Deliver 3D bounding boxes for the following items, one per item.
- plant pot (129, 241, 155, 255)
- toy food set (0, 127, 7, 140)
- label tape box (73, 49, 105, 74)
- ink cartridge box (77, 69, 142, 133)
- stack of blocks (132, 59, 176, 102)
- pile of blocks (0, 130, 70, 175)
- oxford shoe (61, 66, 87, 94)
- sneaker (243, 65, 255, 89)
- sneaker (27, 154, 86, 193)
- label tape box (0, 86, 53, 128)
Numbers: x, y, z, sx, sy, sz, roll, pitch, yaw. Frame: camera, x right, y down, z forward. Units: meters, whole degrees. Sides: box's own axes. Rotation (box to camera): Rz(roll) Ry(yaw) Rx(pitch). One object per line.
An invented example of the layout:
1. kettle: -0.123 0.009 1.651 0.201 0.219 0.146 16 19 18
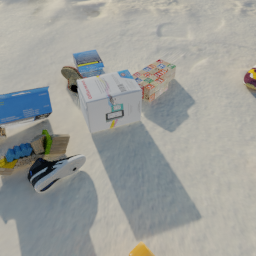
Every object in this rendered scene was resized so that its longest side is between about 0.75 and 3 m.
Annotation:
1. plant pot: 0.280 3.454 5.827 1.392 1.520 1.520 -40 54 -14
2. toy food set: -5.143 -0.077 10.066 1.250 0.526 1.741 -16 46 -16
3. label tape box: -1.838 -2.993 13.129 1.179 0.544 1.645 -14 48 -14
4. ink cartridge box: -0.699 -1.015 10.358 2.014 1.471 1.478 -14 46 -15
5. stack of blocks: 1.162 -2.104 12.101 1.261 0.641 2.189 33 52 29
6. pile of blocks: -3.174 0.603 8.985 2.554 1.048 0.794 -22 48 -21
7. oxford shoe: -2.340 -2.018 11.975 0.780 0.735 2.086 -37 54 -26
8. sneaker: 6.038 -2.741 12.328 1.042 1.253 2.781 32 52 29
9. sneaker: -2.281 1.126 8.713 1.785 0.652 0.998 -32 53 -27
10. label tape box: -3.506 -0.629 9.365 1.730 0.759 2.399 -15 1 -22
